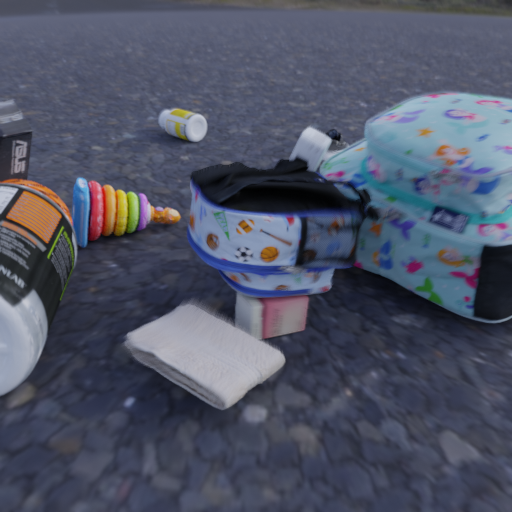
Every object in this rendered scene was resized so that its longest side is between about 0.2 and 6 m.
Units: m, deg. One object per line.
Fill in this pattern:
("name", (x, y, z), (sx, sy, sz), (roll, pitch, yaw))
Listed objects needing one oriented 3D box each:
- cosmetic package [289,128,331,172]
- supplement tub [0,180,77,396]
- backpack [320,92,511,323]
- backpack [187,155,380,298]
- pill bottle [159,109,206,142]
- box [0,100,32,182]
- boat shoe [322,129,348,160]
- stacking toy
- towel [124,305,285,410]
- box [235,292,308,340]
("cosmetic package", (0.723, -1.408, 9.230), (0.471, 1.271, 0.646), (31, 28, 4))
("supplement tub", (-3.477, 0.232, 7.404), (1.894, 1.894, 3.090), (-2, 28, -4))
("backpack", (2.850, -0.970, 8.807), (3.697, 2.783, 3.282), (19, 41, 43))
("backpack", (0.136, -0.456, 7.673), (2.157, 1.744, 2.264), (4, 19, -23))
("pill bottle", (-2.052, -3.620, 15.407), (1.331, 0.746, 0.746), (25, 38, 36))
("box", (-4.783, -0.912, 8.536), (2.375, 2.947, 0.724), (-27, 73, -38))
("boat shoe", (1.724, -2.599, 12.797), (0.619, 0.586, 1.770), (18, 24, 24))
("stacking toy", (-2.356, -0.790, 10.350), (1.961, 1.076, 1.138), (2, 24, -22))
("towel", (-0.642, 1.139, 6.779), (1.752, 0.302, 1.161), (21, 31, 32))
("box", (0.208, 0.768, 7.735), (0.881, 0.563, 0.480), (-9, 28, -26))
